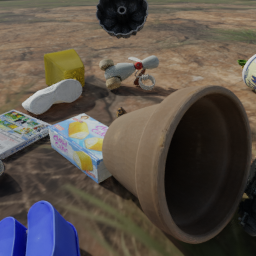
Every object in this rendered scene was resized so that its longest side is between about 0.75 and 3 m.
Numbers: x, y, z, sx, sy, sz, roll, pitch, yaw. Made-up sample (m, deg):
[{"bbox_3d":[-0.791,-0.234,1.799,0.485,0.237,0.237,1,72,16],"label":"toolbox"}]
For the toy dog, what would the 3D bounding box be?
[{"bbox_3d":[0.016,-2.299,11.701,2.432,1.604,1.171,5,-8,0],"label":"toy dog"}]

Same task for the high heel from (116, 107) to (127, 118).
[{"bbox_3d":[0.137,-0.222,8.464,1.064,0.759,0.380,10,32,17],"label":"high heel"}]

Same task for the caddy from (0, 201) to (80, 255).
[{"bbox_3d":[-1.437,2.095,4.330,1.347,1.000,1.906,-25,30,-2],"label":"caddy"}]

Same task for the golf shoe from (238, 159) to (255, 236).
[{"bbox_3d":[3.108,1.338,5.796,1.310,1.078,2.774,27,39,11],"label":"golf shoe"}]

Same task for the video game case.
[{"bbox_3d":[-3.601,0.106,8.445,2.018,0.222,1.840,19,35,30],"label":"video game case"}]

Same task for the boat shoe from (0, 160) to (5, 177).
[{"bbox_3d":[-3.851,1.202,6.432,1.979,0.719,0.621,-17,-9,-17],"label":"boat shoe"}]

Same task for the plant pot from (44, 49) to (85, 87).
[{"bbox_3d":[-2.490,-2.263,11.495,1.388,1.388,1.225,-24,48,-34],"label":"plant pot"}]

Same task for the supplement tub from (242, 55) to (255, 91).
[{"bbox_3d":[5.525,-1.856,10.479,1.534,1.534,2.116,-7,32,-12],"label":"supplement tub"}]

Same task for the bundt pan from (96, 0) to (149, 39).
[{"bbox_3d":[-0.161,-3.645,9.061,1.700,1.700,0.638,3,-8,5],"label":"bundt pan"}]

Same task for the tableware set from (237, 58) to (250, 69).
[{"bbox_3d":[6.352,-2.957,13.530,1.569,0.357,2.330,-3,31,-4],"label":"tableware set"}]

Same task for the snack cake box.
[{"bbox_3d":[-0.993,0.436,7.390,1.211,0.708,2.106,-28,41,-37],"label":"snack cake box"}]

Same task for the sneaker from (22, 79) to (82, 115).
[{"bbox_3d":[-2.777,-1.235,10.236,1.015,0.863,2.295,13,32,43],"label":"sneaker"}]

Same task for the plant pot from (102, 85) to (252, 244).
[{"bbox_3d":[0.739,0.509,5.724,2.764,2.764,2.410,-24,21,-35],"label":"plant pot"}]
